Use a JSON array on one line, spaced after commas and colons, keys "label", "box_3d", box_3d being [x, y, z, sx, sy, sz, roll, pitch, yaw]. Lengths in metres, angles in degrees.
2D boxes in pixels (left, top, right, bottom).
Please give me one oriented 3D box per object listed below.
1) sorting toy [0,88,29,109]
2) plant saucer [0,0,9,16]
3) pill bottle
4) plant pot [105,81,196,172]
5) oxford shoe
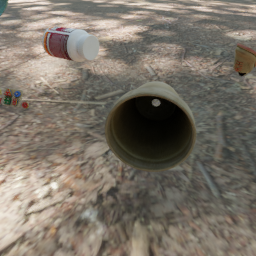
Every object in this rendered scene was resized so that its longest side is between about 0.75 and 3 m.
[{"label": "sorting toy", "box_3d": [-2.581, -0.685, 6.165, 0.813, 0.392, 0.138, 9, -6, 0]}, {"label": "plant saucer", "box_3d": [-3.929, -4.056, 7.691, 1.983, 1.983, 0.356, 15, 35, 23]}, {"label": "pill bottle", "box_3d": [-1.883, -2.759, 9.274, 1.826, 1.031, 1.031, 19, 36, 32]}, {"label": "plant pot", "box_3d": [0.439, -0.203, 4.938, 1.472, 1.472, 1.278, 5, 33, 9]}, {"label": "oxford shoe", "box_3d": [2.843, -1.613, 6.857, 0.511, 0.543, 1.452, 42, 14, 30]}]
